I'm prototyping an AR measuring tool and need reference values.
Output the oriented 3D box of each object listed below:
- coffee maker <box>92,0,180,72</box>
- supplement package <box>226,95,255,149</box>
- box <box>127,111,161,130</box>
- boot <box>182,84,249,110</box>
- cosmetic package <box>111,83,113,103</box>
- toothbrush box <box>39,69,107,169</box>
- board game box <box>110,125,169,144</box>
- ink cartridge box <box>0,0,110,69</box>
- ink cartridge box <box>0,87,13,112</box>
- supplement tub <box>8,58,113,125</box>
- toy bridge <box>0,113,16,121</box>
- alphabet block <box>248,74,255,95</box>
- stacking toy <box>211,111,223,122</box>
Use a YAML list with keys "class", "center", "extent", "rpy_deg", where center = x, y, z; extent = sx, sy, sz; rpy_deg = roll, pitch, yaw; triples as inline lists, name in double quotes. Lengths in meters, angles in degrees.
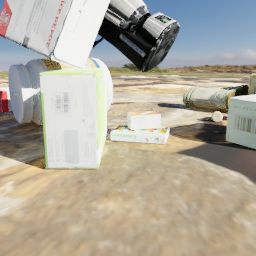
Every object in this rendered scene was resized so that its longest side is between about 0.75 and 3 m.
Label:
- class: "coffee maker"
  center: [0.158, -3.318, 9.902]
  extent: [1.848, 2.743, 2.635]
  rpy_deg: [-42, -12, -21]
- class: "supplement package"
  center: [3.696, -0.241, 7.294]
  extent: [2.014, 1.181, 1.177]
  rpy_deg: [-9, 16, -34]
- class: "box"
  center: [0.431, -0.217, 7.721]
  extent: [0.825, 0.402, 0.513]
  rpy_deg: [-3, 15, -12]
- class: "boot"
  center: [3.996, -1.405, 12.527]
  extent: [2.253, 1.050, 2.914]
  rpy_deg: [8, 16, 39]
- class: "cosmetic package"
  center: [-1.834, -1.992, 14.771]
  extent: [1.559, 1.054, 2.964]
  rpy_deg: [-4, 14, -17]
- class: "toothbrush box"
  center: [-1.086, -0.383, 6.418]
  extent: [1.100, 1.861, 2.556]
  rpy_deg: [1, 14, 1]
- class: "board game box"
  center: [0.344, 0.157, 7.609]
  extent: [1.449, 0.251, 0.915]
  rpy_deg: [3, 15, 13]
- class: "ink cartridge box"
  center: [-2.197, -3.123, 7.878]
  extent: [2.909, 2.135, 1.205]
  rpy_deg: [29, 10, 32]
- class: "ink cartridge box"
  center: [-5.046, -1.300, 12.253]
  extent: [2.646, 0.890, 1.537]
  rpy_deg: [-13, 19, -42]
- class: "supplement tub"
  center: [-2.254, -1.254, 9.423]
  extent: [2.962, 2.143, 2.143]
  rpy_deg: [-10, 17, -33]
- class: "toy bridge"
  center: [-4.275, -0.455, 10.220]
  extent: [0.539, 0.218, 1.602]
  rpy_deg: [4, 14, 14]
- class: "alphabet block"
  center: [5.852, -1.313, 10.882]
  extent: [1.612, 1.603, 1.642]
  rpy_deg: [-6, 14, -31]
- class: "stacking toy"
  center: [3.181, -0.435, 9.971]
  extent: [0.367, 0.367, 0.861]
  rpy_deg: [5, 9, 19]
